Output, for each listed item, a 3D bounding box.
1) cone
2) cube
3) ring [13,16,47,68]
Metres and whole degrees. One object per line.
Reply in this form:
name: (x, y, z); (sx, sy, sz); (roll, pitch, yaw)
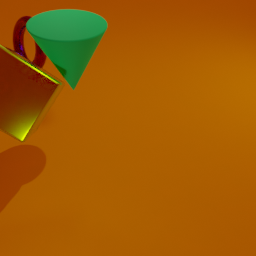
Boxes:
cone: (-1.175, -1.409, 5.761); (1.501, 1.506, 1.501); (2, 42, -2)
cube: (-2.243, -0.710, 5.697); (1.343, 1.343, 1.343); (32, 3, -12)
ring: (-2.956, -2.484, 8.388); (1.635, 1.635, 0.327); (36, 36, 30)
